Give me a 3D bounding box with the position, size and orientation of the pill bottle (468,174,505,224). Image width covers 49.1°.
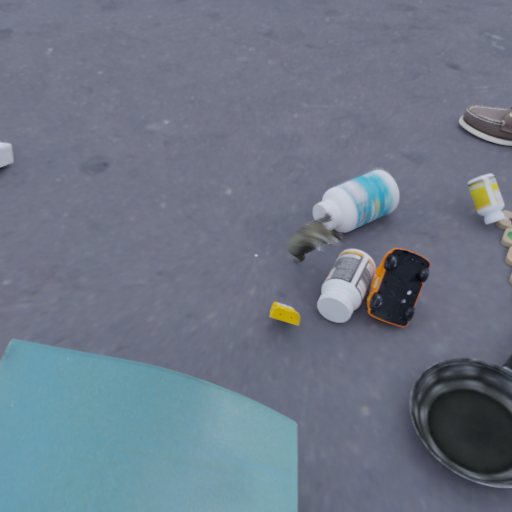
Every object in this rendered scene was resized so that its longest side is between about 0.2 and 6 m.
[{"bbox_3d":[4.354,-1.057,10.538,0.488,0.488,0.871,-15,83,-14],"label":"pill bottle"}]

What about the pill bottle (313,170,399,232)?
[{"bbox_3d":[1.845,-0.979,10.516,1.565,0.867,0.867,-24,50,-23],"label":"pill bottle"}]

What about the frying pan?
[{"bbox_3d":[3.208,1.820,7.955,1.903,0.512,3.146,14,45,13],"label":"frying pan"}]

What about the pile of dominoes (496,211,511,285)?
[{"bbox_3d":[5.868,0.462,9.227,3.111,0.635,3.991,7,45,6],"label":"pile of dominoes"}]

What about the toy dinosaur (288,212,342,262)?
[{"bbox_3d":[0.864,-0.291,9.326,0.818,1.599,0.615,-15,84,-32],"label":"toy dinosaur"}]

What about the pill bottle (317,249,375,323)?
[{"bbox_3d":[1.467,0.488,9.158,0.687,0.687,1.180,19,47,19],"label":"pill bottle"}]

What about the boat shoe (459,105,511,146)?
[{"bbox_3d":[6.065,-2.911,12.464,2.926,0.871,1.051,25,50,23],"label":"boat shoe"}]

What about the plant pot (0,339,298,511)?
[{"bbox_3d":[-1.215,2.589,6.058,3.199,2.260,2.261,6,45,-3],"label":"plant pot"}]

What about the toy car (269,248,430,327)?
[{"bbox_3d":[1.430,0.449,8.950,2.520,1.236,0.839,2,5,-6],"label":"toy car"}]

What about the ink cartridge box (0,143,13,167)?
[{"bbox_3d":[-5.814,-2.158,11.876,0.996,0.427,0.735,4,23,6],"label":"ink cartridge box"}]
